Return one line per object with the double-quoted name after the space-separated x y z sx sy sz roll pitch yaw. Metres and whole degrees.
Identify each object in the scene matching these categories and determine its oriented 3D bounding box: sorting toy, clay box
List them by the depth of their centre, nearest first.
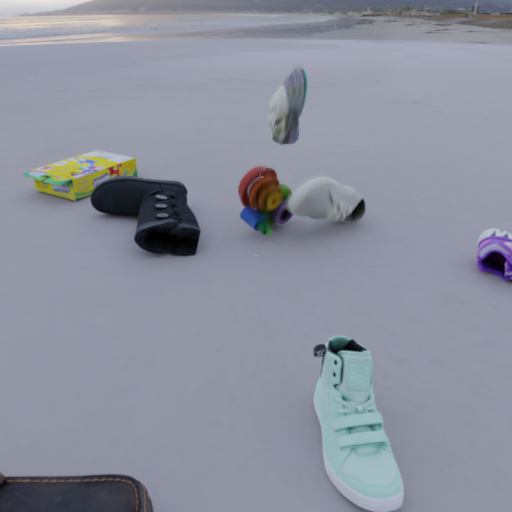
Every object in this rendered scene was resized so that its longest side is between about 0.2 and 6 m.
0.285 -0.915 10.531 0.730 1.068 1.778 43 4 32 "sorting toy"
-4.122 -1.902 13.240 1.356 0.562 2.361 16 30 28 "clay box"

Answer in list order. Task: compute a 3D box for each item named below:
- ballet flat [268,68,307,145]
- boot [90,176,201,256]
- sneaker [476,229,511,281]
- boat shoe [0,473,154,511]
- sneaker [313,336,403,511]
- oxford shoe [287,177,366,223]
0.596 -2.945 11.422 0.738 2.051 0.738 1 65 -2 "ballet flat"
-2.201 -0.743 10.791 2.033 0.810 2.467 -7 32 -9 "boot"
4.420 0.136 9.092 1.838 0.739 0.813 15 36 36 "sneaker"
-2.504 2.232 4.123 3.485 1.278 1.298 -9 28 -17 "boat shoe"
0.992 1.581 5.678 0.668 1.071 1.816 -4 28 -11 "sneaker"
1.436 -0.992 10.696 2.243 0.843 0.648 -1 44 -51 "oxford shoe"
